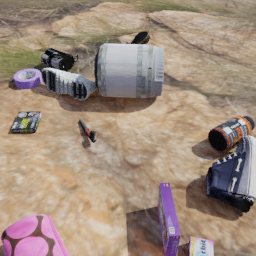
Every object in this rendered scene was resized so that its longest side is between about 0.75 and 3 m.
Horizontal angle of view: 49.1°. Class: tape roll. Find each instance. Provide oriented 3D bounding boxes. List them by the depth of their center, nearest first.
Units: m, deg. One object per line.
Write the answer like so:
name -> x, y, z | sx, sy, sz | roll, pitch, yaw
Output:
tape roll -> -4.684, -2.321, 13.151 | 1.218, 0.400, 1.218 | 0, 39, 0

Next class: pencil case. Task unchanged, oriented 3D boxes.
pencil case -> -1.723, 3.126, 6.050 | 1.335, 1.293, 2.850 | -47, 53, 0

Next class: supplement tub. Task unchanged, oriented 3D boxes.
supplement tub -> 3.692, 0.133, 9.852 | 1.688, 0.903, 0.903 | -25, 46, -26

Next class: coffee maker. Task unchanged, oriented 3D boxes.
coffee maker -> -3.484, -3.471, 14.258 | 1.368, 0.922, 1.314 | 26, 28, 25

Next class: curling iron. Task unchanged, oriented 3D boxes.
curling iron -> -1.482, 0.049, 10.359 | 0.216, 0.418, 1.688 | 18, 14, -34

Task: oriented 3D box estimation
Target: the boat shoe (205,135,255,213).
boat shoe -> 3.156, 1.112, 8.538 | 1.289, 1.038, 2.779 | 17, 43, 8

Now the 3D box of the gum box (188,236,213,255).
gum box -> 1.725, 3.165, 6.681 | 0.558, 0.325, 0.984 | 9, 41, 9

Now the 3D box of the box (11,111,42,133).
box -> -3.884, -0.231, 10.787 | 0.862, 0.238, 1.077 | 0, 40, 0

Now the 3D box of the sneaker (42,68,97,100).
sneaker -> -2.639, -2.031, 12.487 | 2.757, 1.036, 1.117 | 23, 34, 20

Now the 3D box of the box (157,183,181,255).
box -> 1.014, 2.313, 7.147 | 0.297, 1.041, 1.521 | -2, 40, -2

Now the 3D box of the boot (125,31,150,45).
boot -> 0.586, -3.622, 13.045 | 2.460, 1.192, 0.919 | -7, 53, 61

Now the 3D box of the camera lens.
camera lens -> 0.055, -2.392, 11.817 | 2.768, 2.214, 2.214 | 2, 40, 2
